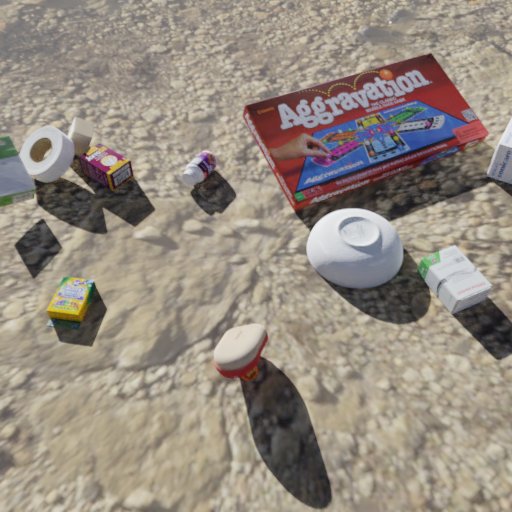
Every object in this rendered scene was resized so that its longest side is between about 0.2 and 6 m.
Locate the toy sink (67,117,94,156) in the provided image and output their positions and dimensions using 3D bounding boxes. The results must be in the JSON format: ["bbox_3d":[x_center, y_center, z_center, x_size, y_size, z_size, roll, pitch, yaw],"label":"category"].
[{"bbox_3d":[-4.404,-2.848,13.928,0.520,0.928,0.605,15,44,-26],"label":"toy sink"}]

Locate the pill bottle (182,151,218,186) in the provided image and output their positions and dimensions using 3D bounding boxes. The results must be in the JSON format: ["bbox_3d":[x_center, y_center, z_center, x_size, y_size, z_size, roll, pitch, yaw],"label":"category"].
[{"bbox_3d":[-1.357,-2.060,13.320,0.504,0.504,0.904,24,53,20],"label":"pill bottle"}]

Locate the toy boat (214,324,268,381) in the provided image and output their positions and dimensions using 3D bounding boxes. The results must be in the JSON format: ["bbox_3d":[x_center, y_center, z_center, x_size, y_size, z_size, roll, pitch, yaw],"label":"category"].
[{"bbox_3d":[-0.211,1.792,9.799,0.840,0.841,1.287,-13,13,17],"label":"toy boat"}]

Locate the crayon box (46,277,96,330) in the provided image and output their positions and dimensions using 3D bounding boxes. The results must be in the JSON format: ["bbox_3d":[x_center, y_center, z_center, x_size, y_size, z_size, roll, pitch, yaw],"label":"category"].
[{"bbox_3d":[-3.609,0.907,10.905,0.651,0.267,1.036,7,50,6],"label":"crayon box"}]

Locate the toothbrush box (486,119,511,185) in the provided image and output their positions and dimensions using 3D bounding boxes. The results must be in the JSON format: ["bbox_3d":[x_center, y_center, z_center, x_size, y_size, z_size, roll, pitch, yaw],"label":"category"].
[{"bbox_3d":[7.006,-2.344,13.201,2.451,1.045,1.794,24,53,19],"label":"toothbrush box"}]

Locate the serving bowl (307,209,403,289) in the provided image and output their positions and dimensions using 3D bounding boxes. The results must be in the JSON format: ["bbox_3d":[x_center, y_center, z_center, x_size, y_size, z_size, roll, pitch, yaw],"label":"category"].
[{"bbox_3d":[2.083,-0.303,11.696,2.024,0.666,2.024,-1,49,1],"label":"serving bowl"}]

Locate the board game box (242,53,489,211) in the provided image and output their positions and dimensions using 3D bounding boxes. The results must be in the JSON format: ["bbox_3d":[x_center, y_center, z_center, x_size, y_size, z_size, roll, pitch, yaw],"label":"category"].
[{"bbox_3d":[2.737,-3.207,13.759,5.510,0.536,2.836,-21,70,-17],"label":"board game box"}]

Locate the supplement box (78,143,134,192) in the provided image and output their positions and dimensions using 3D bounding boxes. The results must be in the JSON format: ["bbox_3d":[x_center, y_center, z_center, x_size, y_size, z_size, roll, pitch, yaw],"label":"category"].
[{"bbox_3d":[-3.560,-2.120,13.339,1.081,0.558,0.708,29,55,23],"label":"supplement box"}]

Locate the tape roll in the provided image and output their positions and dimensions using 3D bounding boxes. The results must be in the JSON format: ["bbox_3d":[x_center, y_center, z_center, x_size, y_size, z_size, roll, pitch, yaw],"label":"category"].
[{"bbox_3d":[-4.959,-2.401,13.282,1.290,0.451,1.290,-7,69,20],"label":"tape roll"}]

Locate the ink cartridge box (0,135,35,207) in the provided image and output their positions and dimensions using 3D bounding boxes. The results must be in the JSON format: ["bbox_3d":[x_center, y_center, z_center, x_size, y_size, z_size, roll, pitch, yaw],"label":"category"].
[{"bbox_3d":[-5.628,-1.901,12.524,0.793,0.453,1.527,-22,74,-34],"label":"ink cartridge box"}]

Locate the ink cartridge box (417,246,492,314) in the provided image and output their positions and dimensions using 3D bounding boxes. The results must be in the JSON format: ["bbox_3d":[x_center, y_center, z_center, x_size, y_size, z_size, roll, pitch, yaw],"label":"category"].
[{"bbox_3d":[3.926,0.468,11.133,0.866,0.491,1.181,-19,52,-15],"label":"ink cartridge box"}]
